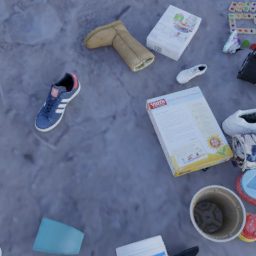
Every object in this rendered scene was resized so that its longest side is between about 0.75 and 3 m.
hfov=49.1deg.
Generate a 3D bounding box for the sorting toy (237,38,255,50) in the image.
[{"bbox_3d":[5.087,-3.633,11.932,0.893,0.309,0.307,25,47,8],"label":"sorting toy"}]

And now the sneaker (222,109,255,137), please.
[{"bbox_3d":[4.930,-0.189,10.026,2.800,1.122,0.985,-3,66,-3],"label":"sneaker"}]

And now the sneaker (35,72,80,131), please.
[{"bbox_3d":[-2.709,-1.061,10.407,0.928,1.046,2.475,25,70,10],"label":"sneaker"}]

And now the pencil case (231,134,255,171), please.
[{"bbox_3d":[5.089,0.792,9.590,2.906,1.130,1.300,-3,68,-1],"label":"pencil case"}]

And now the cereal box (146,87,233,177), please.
[{"bbox_3d":[2.124,0.042,10.105,2.145,0.589,2.981,-15,64,-8],"label":"cereal box"}]

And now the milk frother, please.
[{"bbox_3d":[5.342,-2.402,10.451,1.745,1.855,1.674,24,85,9],"label":"milk frother"}]

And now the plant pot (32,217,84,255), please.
[{"bbox_3d":[-2.074,3.419,8.671,1.325,0.937,0.936,16,68,-2],"label":"plant pot"}]

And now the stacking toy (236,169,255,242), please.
[{"bbox_3d":[4.580,2.492,8.978,2.096,0.978,2.315,7,68,3],"label":"stacking toy"}]

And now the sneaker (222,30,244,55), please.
[{"bbox_3d":[4.548,-3.525,11.791,0.782,0.434,1.118,29,80,10],"label":"sneaker"}]

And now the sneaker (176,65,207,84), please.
[{"bbox_3d":[2.514,-2.199,11.066,1.316,0.573,0.490,-29,90,-3],"label":"sneaker"}]

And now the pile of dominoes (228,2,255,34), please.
[{"bbox_3d":[5.660,-4.995,12.392,2.371,0.378,1.848,1,68,0],"label":"pile of dominoes"}]

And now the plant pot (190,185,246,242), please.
[{"bbox_3d":[2.599,2.679,8.631,1.561,1.429,1.561,-1,67,3],"label":"plant pot"}]

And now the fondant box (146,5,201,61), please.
[{"bbox_3d":[1.937,-4.052,11.876,1.514,0.611,2.098,29,71,11],"label":"fondant box"}]

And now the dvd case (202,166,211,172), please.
[{"bbox_3d":[2.885,0.896,10.110,1.188,0.104,0.848,-38,73,-15],"label":"dvd case"}]

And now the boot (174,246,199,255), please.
[{"bbox_3d":[1.835,4.266,8.524,1.156,0.441,0.971,-25,66,-3],"label":"boot"}]

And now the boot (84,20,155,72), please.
[{"bbox_3d":[-0.372,-3.214,11.455,2.060,0.778,2.352,-33,72,-13],"label":"boot"}]

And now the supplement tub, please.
[{"bbox_3d":[0.600,4.370,7.930,1.467,1.467,2.223,-14,70,-6],"label":"supplement tub"}]
